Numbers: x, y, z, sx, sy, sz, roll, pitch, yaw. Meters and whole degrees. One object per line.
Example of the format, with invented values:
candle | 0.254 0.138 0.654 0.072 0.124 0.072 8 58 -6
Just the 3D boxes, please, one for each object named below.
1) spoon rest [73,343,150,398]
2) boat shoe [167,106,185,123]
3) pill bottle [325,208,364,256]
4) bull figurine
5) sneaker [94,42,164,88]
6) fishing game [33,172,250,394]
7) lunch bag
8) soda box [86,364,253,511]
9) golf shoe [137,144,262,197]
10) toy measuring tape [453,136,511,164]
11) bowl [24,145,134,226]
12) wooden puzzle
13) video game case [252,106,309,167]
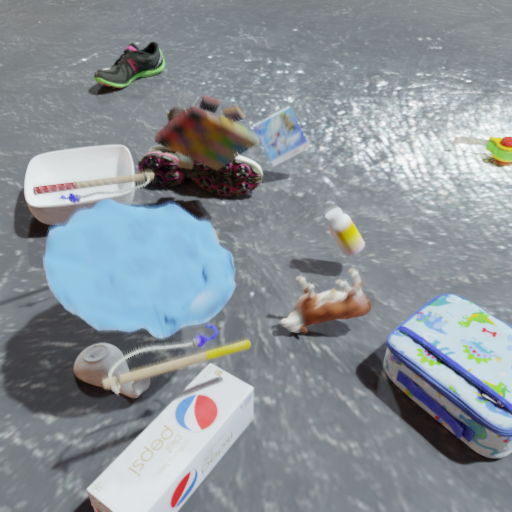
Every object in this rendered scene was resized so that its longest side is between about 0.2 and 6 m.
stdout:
spoon rest | -2.317 1.881 9.061 1.636 0.496 0.813 17 40 39
boat shoe | -1.659 -3.138 13.871 0.820 0.692 2.299 -4 2 5
pill bottle | 1.679 -0.471 10.729 0.463 0.888 0.463 -29 22 13
bull figurine | 1.161 0.811 9.677 1.582 0.960 0.515 -11 27 6
sneaker | -4.151 -6.220 18.042 1.040 1.135 2.710 26 47 28
fishing game | -1.718 0.146 8.493 2.872 0.623 4.010 -15 52 -31
lunch bag | 3.324 1.778 8.710 1.944 0.997 2.418 -28 46 -25
soda box | -1.067 2.682 7.755 0.852 0.796 2.501 25 45 26
golf shoe | -1.229 -2.264 13.393 3.013 1.094 1.387 11 40 13
toy measuring tape | 6.031 -2.742 14.322 1.886 0.694 0.694 9 41 11
bowl | -3.922 -1.544 12.708 2.361 0.882 2.364 -9 42 -11
wooden puzzle | -1.016 -2.420 11.506 1.594 2.688 0.189 20 65 -32
video game case | 0.592 -2.815 13.241 0.984 1.086 0.247 -28 18 4
